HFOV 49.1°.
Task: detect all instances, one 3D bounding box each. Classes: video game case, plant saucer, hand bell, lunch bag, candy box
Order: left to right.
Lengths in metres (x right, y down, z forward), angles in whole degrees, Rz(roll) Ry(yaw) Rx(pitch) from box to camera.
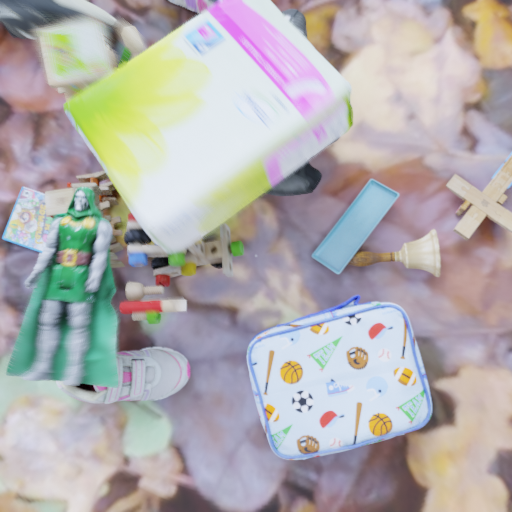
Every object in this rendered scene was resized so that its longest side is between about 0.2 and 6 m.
[{"bbox_3d":[-3.907,-0.571,10.605,1.498,0.133,1.072,19,84,2],"label":"video game case"},{"bbox_3d":[-0.828,-5.459,10.775,1.798,0.643,1.508,23,82,4],"label":"candy box"},{"bbox_3d":[1.442,2.066,9.848,3.080,1.164,2.468,-15,82,-1],"label":"lunch bag"},{"bbox_3d":[1.864,-0.543,10.486,0.664,0.180,1.900,36,86,27],"label":"plant saucer"},{"bbox_3d":[2.463,0.016,10.339,1.687,0.878,0.878,-5,84,11],"label":"hand bell"}]

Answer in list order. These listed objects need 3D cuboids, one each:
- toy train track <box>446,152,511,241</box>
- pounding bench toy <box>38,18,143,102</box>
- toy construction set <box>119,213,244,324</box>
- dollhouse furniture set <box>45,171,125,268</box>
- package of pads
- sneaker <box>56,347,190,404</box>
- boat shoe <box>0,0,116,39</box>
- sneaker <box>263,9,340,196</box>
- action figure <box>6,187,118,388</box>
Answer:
[{"bbox_3d":[4.561,-1.329,10.583,1.497,0.425,2.611,39,80,11],"label":"toy train track"},{"bbox_3d":[-2.835,-3.480,10.285,1.708,1.332,1.061,-14,81,-3],"label":"pounding bench toy"},{"bbox_3d":[-1.167,0.073,9.393,1.773,1.924,2.307,-2,47,7],"label":"toy construction set"},{"bbox_3d":[-2.970,-0.699,9.848,0.843,1.619,1.636,-10,72,-1],"label":"dollhouse furniture set"},{"bbox_3d":[-0.675,-2.145,8.781,3.741,1.276,2.890,-35,69,-3],"label":"package of pads"},{"bbox_3d":[-2.395,2.163,9.852,2.435,1.074,0.991,-6,84,-1],"label":"sneaker"},{"bbox_3d":[-4.286,-4.619,10.543,3.179,1.142,1.075,10,114,-13],"label":"boat shoe"},{"bbox_3d":[0.757,-2.687,10.158,1.695,1.245,3.745,11,74,-2],"label":"sneaker"},{"bbox_3d":[-2.835,0.410,8.585,1.783,0.825,3.019,5,81,2],"label":"action figure"}]
